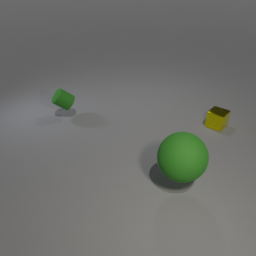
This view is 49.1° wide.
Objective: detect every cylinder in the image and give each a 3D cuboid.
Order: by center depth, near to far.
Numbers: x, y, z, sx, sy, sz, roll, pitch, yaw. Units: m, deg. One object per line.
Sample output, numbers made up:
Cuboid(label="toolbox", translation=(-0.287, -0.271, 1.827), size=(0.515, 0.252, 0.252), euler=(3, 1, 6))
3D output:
Cuboid(label="cylinder", translation=(-2.706, -1.200, 11.712), size=(0.700, 0.700, 0.700), euler=(28, 16, -33))

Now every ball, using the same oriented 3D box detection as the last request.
Cuboid(label="ball", translation=(1.509, 0.803, 7.745), size=(1.400, 1.400, 1.400), euler=(0, 32, 0))

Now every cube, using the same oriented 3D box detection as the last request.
Cuboid(label="cube", translation=(3.628, -0.378, 11.338), size=(0.700, 0.700, 0.700), euler=(24, 39, 33))
